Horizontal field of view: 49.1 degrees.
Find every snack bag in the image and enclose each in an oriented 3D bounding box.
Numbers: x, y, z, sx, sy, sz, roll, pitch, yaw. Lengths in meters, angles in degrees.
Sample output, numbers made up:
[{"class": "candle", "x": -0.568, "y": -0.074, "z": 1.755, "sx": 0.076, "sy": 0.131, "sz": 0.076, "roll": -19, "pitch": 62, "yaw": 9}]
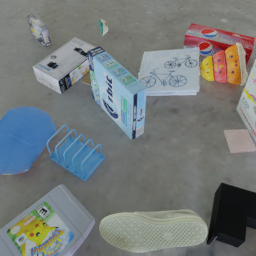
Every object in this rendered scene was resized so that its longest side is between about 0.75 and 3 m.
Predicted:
[{"class": "snack bag", "x": 1.632, "y": -2.344, "z": 11.491, "sx": 2.533, "sy": 0.288, "sz": 2.687, "roll": -1, "pitch": 53, "yaw": 15}]

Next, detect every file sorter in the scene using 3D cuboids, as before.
[{"class": "file sorter", "x": -1.679, "y": 0.732, "z": 8.942, "sx": 1.509, "sy": 0.926, "sz": 1.047, "roll": 28, "pitch": 57, "yaw": 20}]

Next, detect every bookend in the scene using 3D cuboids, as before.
[{"class": "bookend", "x": 3.128, "y": 2.540, "z": 7.608, "sx": 1.605, "sy": 0.739, "sz": 1.595, "roll": 15, "pitch": 54, "yaw": 11}]

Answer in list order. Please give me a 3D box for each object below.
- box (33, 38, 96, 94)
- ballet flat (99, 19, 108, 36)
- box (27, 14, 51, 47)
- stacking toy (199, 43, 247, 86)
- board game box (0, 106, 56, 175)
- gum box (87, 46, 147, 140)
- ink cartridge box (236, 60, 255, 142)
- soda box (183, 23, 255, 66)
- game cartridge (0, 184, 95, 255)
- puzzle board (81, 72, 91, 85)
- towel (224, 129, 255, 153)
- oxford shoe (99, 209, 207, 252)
[{"class": "box", "x": -2.496, "y": -2.682, "z": 11.777, "sx": 1.478, "sy": 0.762, "sz": 2.533, "roll": 30, "pitch": 57, "yaw": 22}, {"class": "ballet flat", "x": -1.180, "y": -5.003, "z": 13.916, "sx": 0.432, "sy": 0.432, "sz": 1.243, "roll": -8, "pitch": 51, "yaw": -7}, {"class": "box", "x": -4.159, "y": -4.556, "z": 13.109, "sx": 0.317, "sy": 1.038, "sz": 1.311, "roll": -35, "pitch": 60, "yaw": -24}, {"class": "stacking toy", "x": 3.546, "y": -2.404, "z": 11.383, "sx": 2.290, "sy": 1.673, "sz": 1.673, "roll": -7, "pitch": 49, "yaw": 18}, {"class": "board game box", "x": -3.632, "y": 0.469, "z": 9.445, "sx": 2.054, "sy": 0.506, "sz": 2.600, "roll": 22, "pitch": 62, "yaw": 15}, {"class": "gum box", "x": -0.409, "y": -1.192, "z": 9.654, "sx": 0.579, "sy": 2.209, "sz": 2.601, "roll": -30, "pitch": 57, "yaw": -22}, {"class": "ink cartridge box", "x": 5.135, "y": -0.965, "z": 9.203, "sx": 1.919, "sy": 2.653, "sz": 1.928, "roll": -10, "pitch": 51, "yaw": -4}, {"class": "soda box", "x": 4.019, "y": -3.735, "z": 12.516, "sx": 2.935, "sy": 0.931, "sz": 1.028, "roll": 18, "pitch": 53, "yaw": 15}, {"class": "game cartridge", "x": -2.284, "y": 2.914, "z": 7.490, "sx": 2.647, "sy": 0.536, "sz": 1.765, "roll": -38, "pitch": 64, "yaw": -26}, {"class": "puzzle board", "x": -1.491, "y": -2.073, "z": 11.743, "sx": 0.596, "sy": 0.069, "sz": 0.791, "roll": 22, "pitch": 55, "yaw": 15}, {"class": "towel", "x": 3.843, "y": 0.443, "z": 9.672, "sx": 0.876, "sy": 0.148, "sz": 0.917, "roll": -2, "pitch": 51, "yaw": -3}, {"class": "oxford shoe", "x": 0.654, "y": 2.672, "z": 7.519, "sx": 2.822, "sy": 1.061, "sz": 0.815, "roll": -4, "pitch": 10, "yaw": 6}]
